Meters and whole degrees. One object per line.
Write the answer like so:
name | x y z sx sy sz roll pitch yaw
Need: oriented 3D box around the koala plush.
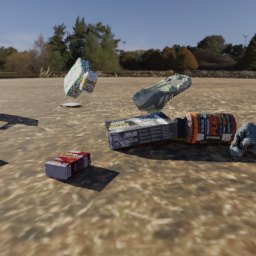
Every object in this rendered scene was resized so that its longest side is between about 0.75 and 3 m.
koala plush | 3.575 0.432 7.728 0.949 0.983 1.070 -11 29 -37

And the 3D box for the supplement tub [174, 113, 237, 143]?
supplement tub | 2.454 0.010 9.105 1.867 0.999 0.999 0 13 0

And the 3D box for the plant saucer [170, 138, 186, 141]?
plant saucer | 1.631 0.110 10.183 1.253 0.300 1.255 3 15 20

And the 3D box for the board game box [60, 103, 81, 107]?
board game box | -3.475 -1.387 16.939 0.948 0.123 0.948 7 14 28

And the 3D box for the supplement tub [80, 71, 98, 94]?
supplement tub | -1.528 -1.795 11.014 0.543 0.751 0.543 22 22 -9

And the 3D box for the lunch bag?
lunch bag | -2.168 -2.176 12.150 0.610 1.582 1.269 21 39 -36

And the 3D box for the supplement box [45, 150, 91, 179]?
supplement box | -1.438 0.874 6.849 0.601 0.336 1.104 5 13 22

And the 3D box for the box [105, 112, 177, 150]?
box | 0.341 0.043 9.290 2.150 0.535 1.695 -10 15 -4

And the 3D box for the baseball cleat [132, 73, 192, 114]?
baseball cleat | 1.343 -1.216 10.385 2.300 1.224 0.802 -14 50 25
